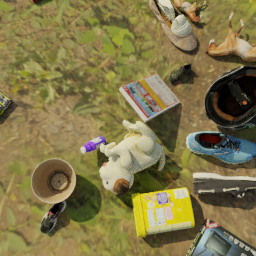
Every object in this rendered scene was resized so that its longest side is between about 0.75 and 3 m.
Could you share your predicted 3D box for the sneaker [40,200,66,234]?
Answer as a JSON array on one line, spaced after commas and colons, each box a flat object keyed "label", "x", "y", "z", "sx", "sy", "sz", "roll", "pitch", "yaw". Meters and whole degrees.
[{"label": "sneaker", "x": -2.658, "y": 3.027, "z": 9.651, "sx": 0.503, "sy": 0.541, "sz": 1.253, "roll": 27, "pitch": 79, "yaw": 7}]

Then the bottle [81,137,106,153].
[{"label": "bottle", "x": -1.249, "y": 0.618, "z": 10.045, "sx": 0.988, "sy": 0.413, "sz": 0.323, "roll": -27, "pitch": 117, "yaw": -43}]

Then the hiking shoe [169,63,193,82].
[{"label": "hiking shoe", "x": 2.025, "y": -2.193, "z": 10.876, "sx": 1.051, "sy": 0.529, "sz": 0.398, "roll": -37, "pitch": 79, "yaw": -8}]

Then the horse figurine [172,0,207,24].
[{"label": "horse figurine", "x": 2.445, "y": -5.181, "z": 11.603, "sx": 1.753, "sy": 0.438, "sz": 1.162, "roll": 33, "pitch": 85, "yaw": 0}]

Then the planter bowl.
[{"label": "planter bowl", "x": -2.456, "y": 1.836, "z": 9.700, "sx": 1.467, "sy": 0.987, "sz": 1.467, "roll": 0, "pitch": 77, "yaw": 0}]

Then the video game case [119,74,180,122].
[{"label": "video game case", "x": 0.842, "y": -1.165, "z": 10.217, "sx": 2.091, "sy": 0.182, "sz": 1.495, "roll": -28, "pitch": 76, "yaw": -42}]

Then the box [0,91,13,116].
[{"label": "box", "x": -5.209, "y": -1.045, "z": 10.743, "sx": 1.213, "sy": 0.269, "sz": 0.972, "roll": 36, "pitch": 79, "yaw": 8}]

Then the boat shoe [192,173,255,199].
[{"label": "boat shoe", "x": 3.554, "y": 2.034, "z": 9.674, "sx": 2.605, "sy": 0.962, "sz": 0.786, "roll": 4, "pitch": 77, "yaw": 4}]

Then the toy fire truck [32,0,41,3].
[{"label": "toy fire truck", "x": -3.928, "y": -5.710, "z": 11.842, "sx": 1.038, "sy": 0.253, "sz": 0.732, "roll": -26, "pitch": 78, "yaw": -6}]

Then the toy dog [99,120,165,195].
[{"label": "toy dog", "x": -0.024, "y": 1.162, "z": 9.722, "sx": 2.333, "sy": 1.628, "sz": 2.262, "roll": -51, "pitch": 119, "yaw": -12}]

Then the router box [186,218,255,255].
[{"label": "router box", "x": 3.192, "y": 4.302, "z": 9.279, "sx": 2.173, "sy": 0.675, "sz": 1.628, "roll": 31, "pitch": 79, "yaw": 7}]

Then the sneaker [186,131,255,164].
[{"label": "sneaker", "x": 3.375, "y": 0.662, "z": 9.900, "sx": 2.496, "sy": 1.123, "sz": 0.978, "roll": 8, "pitch": 77, "yaw": 2}]

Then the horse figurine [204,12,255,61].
[{"label": "horse figurine", "x": 4.620, "y": -3.324, "z": 11.032, "sx": 2.676, "sy": 0.668, "sz": 1.774, "roll": 23, "pitch": 89, "yaw": 0}]

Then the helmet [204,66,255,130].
[{"label": "helmet", "x": 3.917, "y": -1.026, "z": 9.729, "sx": 2.207, "sy": 2.314, "sz": 2.314, "roll": -17, "pitch": 73, "yaw": -48}]

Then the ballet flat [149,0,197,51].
[{"label": "ballet flat", "x": 1.769, "y": -4.321, "z": 11.153, "sx": 0.975, "sy": 0.963, "sz": 2.864, "roll": -36, "pitch": 80, "yaw": -8}]

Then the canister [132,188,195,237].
[{"label": "canister", "x": 1.174, "y": 2.838, "z": 9.554, "sx": 1.924, "sy": 0.833, "sz": 1.429, "roll": -7, "pitch": 77, "yaw": -3}]
